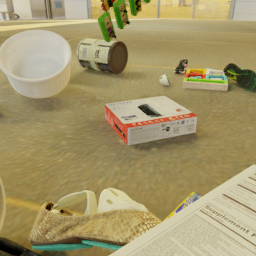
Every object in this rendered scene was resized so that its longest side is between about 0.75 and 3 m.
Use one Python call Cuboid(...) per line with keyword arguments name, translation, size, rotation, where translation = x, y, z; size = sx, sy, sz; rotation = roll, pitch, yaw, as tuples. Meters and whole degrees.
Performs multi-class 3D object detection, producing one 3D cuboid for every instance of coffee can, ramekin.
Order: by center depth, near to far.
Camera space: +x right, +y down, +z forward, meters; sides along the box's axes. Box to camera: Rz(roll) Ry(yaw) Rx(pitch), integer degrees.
Cuboid(name="ramekin", translation=(-3.014, -2.089, 9.386), size=(2.291, 1.117, 2.291), rotation=(3, 58, -5))
Cuboid(name="coffee can", translation=(-1.145, -3.231, 12.486), size=(1.886, 1.380, 1.380), rotation=(16, 30, 30))

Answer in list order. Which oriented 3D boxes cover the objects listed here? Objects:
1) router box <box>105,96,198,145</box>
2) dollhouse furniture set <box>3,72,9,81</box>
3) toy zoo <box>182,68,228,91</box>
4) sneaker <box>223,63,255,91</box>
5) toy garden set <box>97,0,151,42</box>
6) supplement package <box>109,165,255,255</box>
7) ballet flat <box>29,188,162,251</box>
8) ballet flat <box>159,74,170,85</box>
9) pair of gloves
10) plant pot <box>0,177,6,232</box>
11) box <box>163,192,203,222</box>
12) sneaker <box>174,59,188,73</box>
Cuboid(name="router box", translation=(0.526, -0.269, 7.285), size=(1.883, 0.460, 1.690), rotation=(-10, 27, -21))
Cuboid(name="dollhouse furniture set", translation=(-4.118, -2.752, 11.051), size=(2.018, 1.051, 2.040), rotation=(-4, 28, 49))
Cuboid(name="toy zoo", translation=(3.133, -2.020, 11.253), size=(1.628, 0.254, 2.482), rotation=(6, 26, 14))
Cuboid(name="sneaker", translation=(4.408, -1.887, 10.489), size=(0.747, 0.684, 1.754), rotation=(16, 27, -33))
Cuboid(name="toy garden set", translation=(0.062, -4.087, 8.844), size=(0.495, 2.070, 2.483), rotation=(40, 82, 17))
Cuboid(name="supplement package", translation=(0.921, 1.587, 1.989), size=(2.107, 1.599, 1.587), rotation=(-19, 31, -34))
Cuboid(name="ballet flat", translation=(-0.377, 1.054, 3.230), size=(2.163, 0.706, 0.763), rotation=(-13, -29, 32))
Cuboid(name="ballet flat", translation=(1.395, -1.836, 10.844), size=(0.373, 0.373, 1.073), rotation=(1, 21, 3))
Cuboid(name="pair of gloves", translation=(-1.697, 2.043, 2.595), size=(2.122, 0.294, 2.382), rotation=(14, 28, 27))
Cuboid(name="plant pot", translation=(-2.906, 0.946, 2.912), size=(1.690, 2.518, 2.518), rotation=(-43, 24, 11))
Cuboid(name="box", translation=(0.631, 1.493, 3.462), size=(0.588, 0.539, 1.678), rotation=(20, 31, 36))
Cuboid(name="sneaker", translation=(2.396, -2.810, 12.617), size=(0.491, 0.528, 1.223), rotation=(9, 27, 22))
